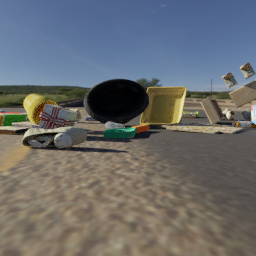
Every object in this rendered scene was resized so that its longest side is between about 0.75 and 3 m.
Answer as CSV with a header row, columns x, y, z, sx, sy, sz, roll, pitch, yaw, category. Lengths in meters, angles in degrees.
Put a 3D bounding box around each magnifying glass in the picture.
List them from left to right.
x,y,z,sx,sy,sz,roll,pitch,yaw,category
0.063,0.088,9.405,0.947,0.266,2.379,3,5,30,magnifying glass

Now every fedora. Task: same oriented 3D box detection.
x,y,z,sx,sy,sz,roll,pitch,yaw,category
-0.489,-0.940,12.641,2.875,2.875,1.313,0,-38,2,fedora

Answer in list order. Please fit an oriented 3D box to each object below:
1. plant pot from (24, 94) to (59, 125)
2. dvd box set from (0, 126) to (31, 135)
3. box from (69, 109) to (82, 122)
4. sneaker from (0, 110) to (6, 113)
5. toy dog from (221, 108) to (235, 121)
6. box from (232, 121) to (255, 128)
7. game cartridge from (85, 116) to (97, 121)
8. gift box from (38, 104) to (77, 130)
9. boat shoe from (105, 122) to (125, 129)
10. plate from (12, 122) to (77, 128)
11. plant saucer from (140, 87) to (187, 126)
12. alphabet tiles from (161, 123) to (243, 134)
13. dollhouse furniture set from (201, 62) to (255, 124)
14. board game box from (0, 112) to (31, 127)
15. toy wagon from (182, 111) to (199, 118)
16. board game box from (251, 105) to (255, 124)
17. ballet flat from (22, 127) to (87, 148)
x,y,z,sx,sy,sz,roll,pitch,yaw,category
-3.452,-0.773,10.877,1.098,1.167,1.167,33,25,35,plant pot
-4.159,0.080,9.824,1.209,0.178,0.884,2,6,17,dvd box set
-3.090,-0.654,14.711,1.238,0.588,0.481,5,37,33,box
-7.412,-0.605,15.323,1.525,0.572,0.644,-15,35,-28,sneaker
5.732,-0.785,16.316,0.977,0.703,1.007,-19,18,-41,toy dog
5.201,-0.156,11.970,1.254,0.260,0.746,3,6,5,box
-1.725,-0.553,16.107,1.391,0.284,0.926,0,10,3,game cartridge
-2.187,-0.167,8.780,0.936,1.014,0.947,14,4,8,gift box
-0.508,-0.050,11.007,0.815,0.294,0.253,9,-12,24,boat shoe
-3.203,-0.081,10.860,1.790,0.290,1.794,4,6,31,plate
1.708,-0.949,13.084,1.980,1.981,0.480,4,-20,27,plant saucer
2.840,-0.020,10.887,2.780,0.088,2.313,5,9,35,alphabet tiles
5.225,-1.392,13.597,2.836,2.605,1.845,-28,-8,25,dollhouse furniture set
-5.722,-0.394,12.848,2.046,0.539,2.673,-5,7,-42,board game box
4.057,-0.935,19.328,1.554,0.396,2.003,1,5,11,toy wagon
6.147,-0.366,10.408,2.481,0.693,2.429,2,11,12,board game box
-1.755,0.294,6.662,1.629,0.549,0.508,-2,33,16,ballet flat
